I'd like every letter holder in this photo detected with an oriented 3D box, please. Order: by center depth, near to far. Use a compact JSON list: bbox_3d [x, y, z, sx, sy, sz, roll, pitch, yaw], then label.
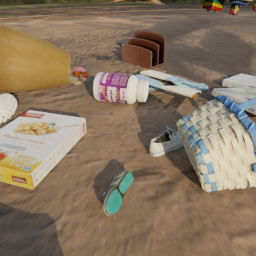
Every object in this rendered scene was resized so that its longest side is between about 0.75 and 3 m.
[{"bbox_3d":[0.763,-4.114,14.412,1.093,1.545,2.174,-25,38,-37],"label":"letter holder"}]

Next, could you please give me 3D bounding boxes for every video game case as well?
[{"bbox_3d":[4.667,-0.927,9.635,2.610,0.287,2.379,-8,29,-30],"label":"video game case"}]

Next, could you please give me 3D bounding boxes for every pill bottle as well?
[{"bbox_3d":[-0.234,-1.408,10.087,1.854,1.041,1.041,8,30,14],"label":"pill bottle"}]

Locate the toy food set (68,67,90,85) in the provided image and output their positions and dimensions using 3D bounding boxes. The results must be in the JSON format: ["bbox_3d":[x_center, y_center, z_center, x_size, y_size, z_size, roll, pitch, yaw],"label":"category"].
[{"bbox_3d":[-2.362,-2.479,12.758,1.218,0.302,1.916,-22,36,-33],"label":"toy food set"}]

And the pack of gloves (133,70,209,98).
[{"bbox_3d":[1.588,-1.656,11.317,2.997,0.591,2.518,21,24,28],"label":"pack of gloves"}]

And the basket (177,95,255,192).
[{"bbox_3d":[2.547,0.171,6.277,2.547,1.772,2.246,-23,29,9],"label":"basket"}]

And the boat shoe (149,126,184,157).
[{"bbox_3d":[1.124,0.237,7.586,1.416,0.604,0.523,-20,35,-31],"label":"boat shoe"}]

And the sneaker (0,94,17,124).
[{"bbox_3d":[-4.537,-0.557,8.456,1.099,1.186,2.925,10,29,20],"label":"sneaker"}]

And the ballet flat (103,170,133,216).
[{"bbox_3d":[-0.284,1.370,5.874,0.417,0.441,1.310,-16,18,31],"label":"ballet flat"}]

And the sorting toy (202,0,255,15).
[{"bbox_3d":[1.726,-2.315,5.210,1.788,0.302,0.862,14,21,11],"label":"sorting toy"}]

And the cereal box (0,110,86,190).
[{"bbox_3d":[-2.554,0.384,7.372,1.964,0.540,2.730,9,30,15],"label":"cereal box"}]

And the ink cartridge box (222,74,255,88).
[{"bbox_3d":[4.948,-1.858,11.573,1.458,0.322,1.485,-20,32,-35],"label":"ink cartridge box"}]

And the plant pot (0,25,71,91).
[{"bbox_3d":[-3.691,-2.546,11.086,2.657,2.476,2.476,4,27,-20],"label":"plant pot"}]
